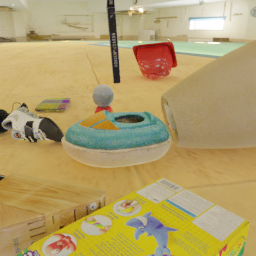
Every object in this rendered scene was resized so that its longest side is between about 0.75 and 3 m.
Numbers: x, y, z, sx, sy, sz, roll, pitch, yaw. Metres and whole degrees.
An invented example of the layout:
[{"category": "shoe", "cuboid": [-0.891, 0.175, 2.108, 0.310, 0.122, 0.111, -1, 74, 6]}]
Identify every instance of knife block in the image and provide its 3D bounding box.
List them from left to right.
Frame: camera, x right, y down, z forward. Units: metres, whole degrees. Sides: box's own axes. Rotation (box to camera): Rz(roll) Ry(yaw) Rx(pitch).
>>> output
[{"category": "knife block", "cuboid": [-1.692, 1.178, 4.516, 2.251, 0.720, 1.976, -11, 25, -24]}]

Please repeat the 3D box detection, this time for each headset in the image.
[{"category": "headset", "cuboid": [-3.890, -0.145, 8.313, 1.284, 0.977, 2.080, 17, 41, 43]}]

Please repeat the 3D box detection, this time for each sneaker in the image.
[{"category": "sneaker", "cuboid": [-2.592, 0.094, 7.562, 2.013, 0.746, 0.891, 19, 48, 30]}]

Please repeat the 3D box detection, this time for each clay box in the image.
[{"category": "clay box", "cuboid": [0.102, 1.614, 3.491, 2.743, 0.653, 1.576, -18, 27, -39]}]

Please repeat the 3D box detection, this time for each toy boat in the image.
[{"category": "toy boat", "cuboid": [-0.423, -0.144, 7.039, 2.516, 1.391, 2.993, -6, 22, -14]}]

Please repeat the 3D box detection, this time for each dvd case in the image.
[{"category": "dvd case", "cuboid": [-0.462, -2.875, 8.964, 0.291, 2.349, 1.766, -5, 39, -1]}]

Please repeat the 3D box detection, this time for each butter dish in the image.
[{"category": "butter dish", "cuboid": [1.461, -3.420, 15.377, 2.274, 2.268, 1.681, -1, 64, 17]}]

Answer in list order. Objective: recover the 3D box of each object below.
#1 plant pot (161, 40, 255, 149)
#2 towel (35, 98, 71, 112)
[{"category": "plant pot", "cuboid": [2.420, -0.592, 7.039, 2.938, 2.751, 2.751, -16, 22, -2]}, {"category": "towel", "cuboid": [-2.810, -0.883, 10.670, 1.128, 0.179, 1.570, -2, 20, -3]}]
